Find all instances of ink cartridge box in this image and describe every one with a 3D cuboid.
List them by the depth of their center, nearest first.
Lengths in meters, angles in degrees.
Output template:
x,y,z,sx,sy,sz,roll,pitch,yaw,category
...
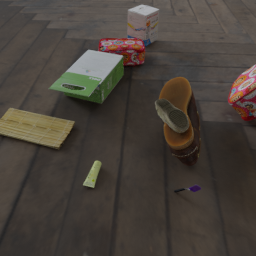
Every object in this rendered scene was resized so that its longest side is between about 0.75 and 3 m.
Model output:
x,y,z,sx,sy,sz,roll,pitch,yaw,category
-1.329,-1.670,9.804,1.467,0.838,2.826,14,44,15,ink cartridge box
0.681,-4.662,12.719,1.036,1.433,1.055,29,49,28,ink cartridge box

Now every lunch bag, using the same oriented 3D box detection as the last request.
x,y,z,sx,sy,sz,roll,pitch,yaw,category
4.406,-1.546,8.473,1.070,2.612,2.301,45,44,-12,lunch bag
-0.259,-3.258,11.707,1.915,0.784,1.687,-1,37,-3,lunch bag

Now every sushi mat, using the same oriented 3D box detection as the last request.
x,y,z,sx,sy,sz,roll,pitch,yaw,category
-2.875,-0.024,8.483,2.384,0.144,1.141,12,43,13,sushi mat

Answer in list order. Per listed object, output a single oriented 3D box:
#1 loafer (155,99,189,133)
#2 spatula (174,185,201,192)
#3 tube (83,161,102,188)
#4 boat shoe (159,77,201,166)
x,y,z,sx,sy,sz,roll,pitch,yaw,category
1.141,-0.282,7.238,0.475,0.429,1.256,-24,48,-12,loafer
1.361,1.437,6.528,0.220,0.777,0.080,34,57,-24,spatula
-0.874,1.174,7.126,0.218,0.195,0.750,-21,34,37,tube
1.516,-0.260,8.088,1.037,1.036,2.947,-17,42,25,boat shoe
